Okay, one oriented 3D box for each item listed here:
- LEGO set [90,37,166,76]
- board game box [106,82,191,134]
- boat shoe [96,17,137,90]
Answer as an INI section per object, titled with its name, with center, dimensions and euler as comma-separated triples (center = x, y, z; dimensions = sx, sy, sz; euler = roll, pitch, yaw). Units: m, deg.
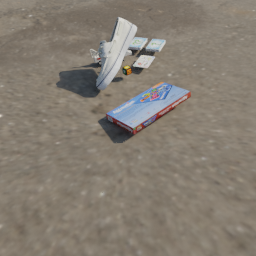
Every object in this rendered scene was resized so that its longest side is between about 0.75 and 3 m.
[LEGO set]
center = 0.004, -2.899, 10.375
dimensions = 2.082, 0.684, 2.787
euler = 12, 44, 20
[board game box]
center = 0.615, -0.657, 8.082
dimensions = 2.296, 0.223, 1.182
euler = -32, 42, -28
[boat shoe]
center = -0.577, -2.432, 8.990
dimensions = 0.866, 0.879, 2.480
euler = 28, 81, -20
